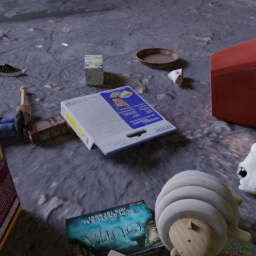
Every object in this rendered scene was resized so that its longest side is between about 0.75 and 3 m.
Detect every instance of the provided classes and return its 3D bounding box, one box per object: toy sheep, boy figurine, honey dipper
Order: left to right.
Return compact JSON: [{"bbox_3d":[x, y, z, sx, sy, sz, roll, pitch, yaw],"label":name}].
[{"bbox_3d":[-4.636,-0.073,8.962,2.502,0.806,1.555,-3,38,-8],"label":"boy figurine"},{"bbox_3d":[-3.975,-0.986,10.632,0.484,0.484,2.546,-11,32,-15],"label":"honey dipper"},{"bbox_3d":[1.417,1.709,5.700,1.794,1.794,2.602,7,16,10],"label":"toy sheep"}]

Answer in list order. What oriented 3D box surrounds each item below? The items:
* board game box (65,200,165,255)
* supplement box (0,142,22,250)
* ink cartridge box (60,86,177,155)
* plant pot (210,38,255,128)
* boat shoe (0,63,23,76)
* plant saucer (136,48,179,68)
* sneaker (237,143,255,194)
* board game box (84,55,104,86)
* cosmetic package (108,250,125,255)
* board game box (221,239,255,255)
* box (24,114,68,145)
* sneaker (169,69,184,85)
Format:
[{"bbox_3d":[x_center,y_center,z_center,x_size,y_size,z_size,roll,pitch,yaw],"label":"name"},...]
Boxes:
[{"bbox_3d":[-0.321,2.289,5.990,1.883,0.265,1.273,-11,36,-15],"label":"board game box"},{"bbox_3d":[-3.144,1.213,5.458,1.125,2.626,1.449,3,35,4],"label":"supplement box"},{"bbox_3d":[-0.337,-0.231,9.091,2.739,0.651,2.772,-17,49,-32],"label":"ink cartridge box"},{"bbox_3d":[4.074,-1.593,9.846,2.278,2.583,2.585,0,33,18],"label":"plant pot"},{"bbox_3d":[-5.716,-2.782,13.106,1.522,0.504,0.532,6,35,9],"label":"boat shoe"},{"bbox_3d":[1.488,-3.588,14.398,2.200,0.379,2.200,1,34,0],"label":"plant saucer"},{"bbox_3d":[3.363,1.014,7.521,0.782,0.725,1.929,4,33,20],"label":"sneaker"},{"bbox_3d":[-1.518,-2.631,12.608,0.804,0.819,1.561,-3,36,-5],"label":"board game box"},{"bbox_3d":[0.645,3.130,4.134,2.734,0.999,1.416,16,38,21],"label":"cosmetic package"},{"bbox_3d":[2.421,2.746,5.192,1.456,0.266,1.102,17,37,36],"label":"board game box"},{"bbox_3d":[-2.638,0.031,9.104,1.225,0.459,0.613,-20,40,-29],"label":"box"},{"bbox_3d":[2.099,-2.220,12.443,0.642,0.483,1.289,-3,28,20],"label":"sneaker"}]
